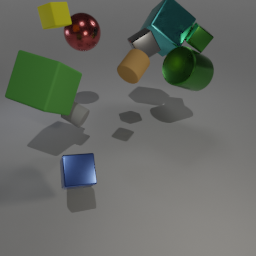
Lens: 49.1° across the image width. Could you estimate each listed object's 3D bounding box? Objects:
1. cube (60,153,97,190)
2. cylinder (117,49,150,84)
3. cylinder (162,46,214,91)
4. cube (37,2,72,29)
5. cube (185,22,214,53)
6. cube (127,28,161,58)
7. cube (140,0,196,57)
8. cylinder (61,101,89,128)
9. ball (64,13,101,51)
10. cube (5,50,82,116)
[{"bbox_3d":[-1.152,0.999,6.394,0.700,0.700,0.700,-3,75,-19],"label":"cube"},{"bbox_3d":[0.157,-1.728,7.866,0.700,0.700,0.700,19,62,29],"label":"cylinder"},{"bbox_3d":[2.213,-2.148,10.322,1.400,1.400,1.400,5,19,-47],"label":"cylinder"},{"bbox_3d":[-2.376,-3.645,9.089,0.700,0.700,0.700,3,22,38],"label":"cube"},{"bbox_3d":[2.592,-3.328,10.307,0.700,0.700,0.700,31,28,-15],"label":"cube"},{"bbox_3d":[0.495,-2.626,8.814,0.700,0.700,0.700,-32,29,4],"label":"cube"},{"bbox_3d":[1.439,-3.843,10.752,1.400,1.400,1.400,33,-10,-17],"label":"cube"},{"bbox_3d":[-1.758,-0.477,9.346,0.700,0.700,0.700,31,35,3],"label":"cylinder"},{"bbox_3d":[-1.741,-3.647,10.683,1.400,1.400,1.400,0,30,0],"label":"ball"},{"bbox_3d":[-2.433,-1.277,8.256,1.400,1.400,1.400,19,3,16],"label":"cube"}]
